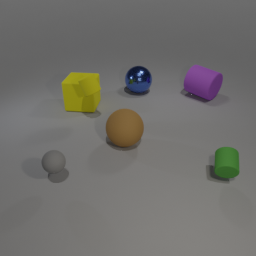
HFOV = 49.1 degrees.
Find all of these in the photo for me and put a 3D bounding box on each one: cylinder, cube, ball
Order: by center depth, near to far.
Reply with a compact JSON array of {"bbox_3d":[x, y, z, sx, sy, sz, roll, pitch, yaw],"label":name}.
[{"bbox_3d":[-2.202,1.002,8.310,0.700,0.700,0.700,0,31,0],"label":"ball"},{"bbox_3d":[2.982,1.043,8.455,0.700,0.700,0.700,7,52,11],"label":"cylinder"},{"bbox_3d":[-0.118,-0.010,10.251,1.400,1.400,1.400,0,31,0],"label":"ball"},{"bbox_3d":[-1.532,-1.719,11.194,0.700,0.700,0.700,-23,16,7],"label":"cylinder"},{"bbox_3d":[-2.128,-1.679,13.037,1.400,1.400,1.400,4,31,7],"label":"cube"},{"bbox_3d":[3.725,-2.264,13.898,1.400,1.400,1.400,30,42,33],"label":"cylinder"},{"bbox_3d":[0.539,-2.483,14.387,1.400,1.400,1.400,0,31,0],"label":"ball"}]
